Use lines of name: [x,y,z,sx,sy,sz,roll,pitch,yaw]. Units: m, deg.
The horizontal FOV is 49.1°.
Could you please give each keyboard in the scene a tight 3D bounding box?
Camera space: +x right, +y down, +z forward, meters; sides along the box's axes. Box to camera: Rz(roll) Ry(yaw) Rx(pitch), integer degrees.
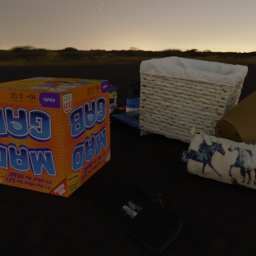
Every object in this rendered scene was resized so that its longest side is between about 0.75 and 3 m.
keyboard: [0.173,1.522,5.084,1.005,0.383,1.931,-37,35,-27]

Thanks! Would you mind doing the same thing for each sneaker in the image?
sneaker: [1.099,-1.495,12.952,2.758,1.534,1.059,-8,18,-35]

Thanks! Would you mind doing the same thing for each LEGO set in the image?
LEGO set: [-0.829,-0.844,12.465,2.095,0.688,2.805,-8,18,-38]

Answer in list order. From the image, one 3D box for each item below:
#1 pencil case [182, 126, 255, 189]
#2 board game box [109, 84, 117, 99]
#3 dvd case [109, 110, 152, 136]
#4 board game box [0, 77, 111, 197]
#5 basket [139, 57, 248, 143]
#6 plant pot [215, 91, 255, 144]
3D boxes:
pencil case: [2.535,0.729,6.036,2.595,1.161,1.010,10,48,30]
board game box: [-2.281,-2.229,16.992,2.658,0.754,2.197,-8,17,-24]
dvd case: [0.875,-0.319,10.919,2.780,0.244,1.983,-11,24,-37]
board game box: [-1.851,0.008,6.693,2.168,2.166,2.166,6,17,20]
basket: [2.129,-1.040,9.419,2.921,2.349,2.894,17,23,25]
plant pot: [3.711,-0.077,7.375,2.551,2.377,2.377,-17,20,-13]
